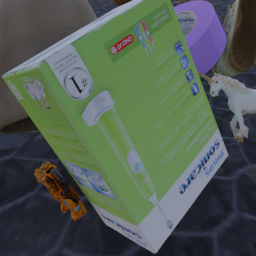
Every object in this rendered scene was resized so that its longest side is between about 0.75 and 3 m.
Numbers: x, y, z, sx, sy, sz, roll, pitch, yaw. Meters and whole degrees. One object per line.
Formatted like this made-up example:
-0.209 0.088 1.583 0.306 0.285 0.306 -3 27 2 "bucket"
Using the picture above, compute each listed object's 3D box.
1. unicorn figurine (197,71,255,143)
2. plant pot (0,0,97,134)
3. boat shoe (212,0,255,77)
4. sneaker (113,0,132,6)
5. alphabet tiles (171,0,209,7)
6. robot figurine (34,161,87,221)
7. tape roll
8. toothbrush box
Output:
2.005 -0.394 4.625 1.750 0.646 1.202 -3 76 26 "unicorn figurine"
-1.454 -1.394 5.639 2.858 2.480 2.858 -15 -1 0 "plant pot"
2.797 -2.477 7.128 1.036 0.886 2.826 34 64 -14 "boat shoe"
0.427 -4.911 10.283 2.242 0.840 1.010 13 76 -10 "sneaker"
1.816 -3.843 8.669 1.427 1.193 0.054 -8 72 -9 "alphabet tiles"
-0.942 0.840 3.839 0.267 0.916 0.664 -43 31 -27 "robot figurine"
1.042 -1.950 6.804 2.458 0.806 2.458 -27 37 23 "tape roll"
0.061 -0.076 3.773 1.942 2.667 1.148 -44 28 -28 "toothbrush box"
